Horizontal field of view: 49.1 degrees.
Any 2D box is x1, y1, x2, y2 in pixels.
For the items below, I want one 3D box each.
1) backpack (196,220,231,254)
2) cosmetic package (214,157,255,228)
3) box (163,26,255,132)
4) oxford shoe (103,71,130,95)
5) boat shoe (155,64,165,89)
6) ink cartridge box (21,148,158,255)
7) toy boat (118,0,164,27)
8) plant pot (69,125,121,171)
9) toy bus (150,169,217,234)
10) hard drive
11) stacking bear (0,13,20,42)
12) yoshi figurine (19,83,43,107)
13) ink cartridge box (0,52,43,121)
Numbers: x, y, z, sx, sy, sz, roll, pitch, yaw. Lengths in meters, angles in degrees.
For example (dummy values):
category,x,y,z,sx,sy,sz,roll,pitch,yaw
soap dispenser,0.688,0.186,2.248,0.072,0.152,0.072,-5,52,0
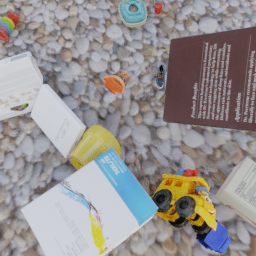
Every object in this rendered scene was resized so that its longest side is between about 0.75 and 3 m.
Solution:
category,x,y,z,sx,sy,sz,roll,pitch,yaw
backpack,2.546,3.342,8.487,0.789,0.971,0.815,-39,82,-19
cosmetic package,4.388,2.417,8.751,2.835,1.237,1.465,39,72,15
box,2.896,-1.179,7.769,2.920,2.397,2.422,9,95,45
oxford shoe,-0.238,-1.188,6.780,0.549,1.540,0.561,43,86,-12
boat shoe,1.295,-2.076,11.249,0.335,0.430,0.948,4,65,2
ink cartridge box,-1.013,2.527,8.175,2.962,2.173,2.163,-34,70,-15
toy boat,0.596,-5.409,12.487,2.051,0.953,1.724,-14,66,-6
plant pot,-1.159,0.823,9.261,1.401,1.401,1.318,37,58,15
toy bus,1.858,2.040,8.575,1.955,1.327,1.877,-2,47,47
hard drive,-2.523,-0.246,9.890,2.285,1.508,0.305,45,33,20
stacking bear,-5.286,-4.523,12.258,0.786,0.736,1.294,21,62,9
yoshi figurine,-3.917,-1.811,10.812,1.110,1.106,1.975,-2,68,-8
ink cartridge box,-4.216,-1.419,10.099,2.369,2.087,0.530,-17,45,-2
